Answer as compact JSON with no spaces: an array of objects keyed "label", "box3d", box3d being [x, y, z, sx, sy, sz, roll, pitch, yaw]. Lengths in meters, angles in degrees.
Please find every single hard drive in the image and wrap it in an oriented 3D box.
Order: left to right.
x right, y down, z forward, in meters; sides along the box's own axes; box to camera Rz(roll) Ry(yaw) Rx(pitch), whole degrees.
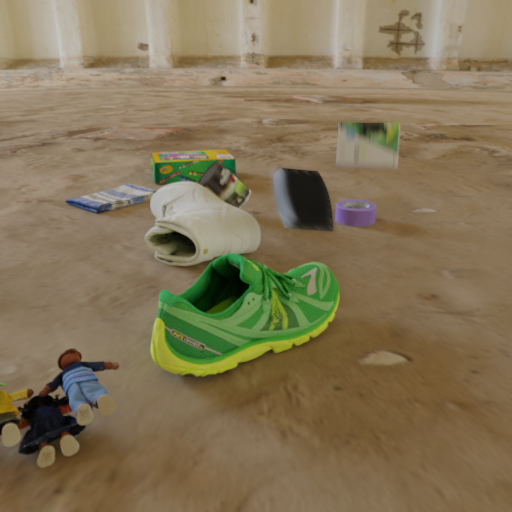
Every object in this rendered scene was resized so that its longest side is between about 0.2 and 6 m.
[{"label":"hard drive","box3d":[0.824,-1.013,9.698,0.945,0.296,1.401,4,46,-13]}]

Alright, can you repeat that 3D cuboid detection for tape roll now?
[{"label":"tape roll","box3d":[2.234,-0.963,12.585,0.887,0.377,0.887,0,22,0]}]

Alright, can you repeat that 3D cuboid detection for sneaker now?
[{"label":"sneaker","box3d":[-1.565,-0.686,10.871,1.754,1.118,3.036,-16,27,-41]},{"label":"sneaker","box3d":[0.036,0.568,7.402,3.101,1.296,1.149,-19,27,-41]}]

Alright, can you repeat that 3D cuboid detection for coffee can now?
[{"label":"coffee can","box3d":[-0.722,-1.538,12.733,1.009,0.738,0.738,40,7,-25]}]

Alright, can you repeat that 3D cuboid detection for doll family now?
[{"label":"doll family","box3d":[-2.351,1.567,5.737,1.956,0.768,1.131,-6,18,-29]}]

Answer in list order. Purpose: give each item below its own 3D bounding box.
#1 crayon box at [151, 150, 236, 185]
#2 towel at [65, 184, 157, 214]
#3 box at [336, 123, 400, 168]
[{"label":"crayon box","box3d":[-1.860,-2.622,16.391,2.314,0.674,1.374,-5,22,-13]},{"label":"towel","box3d":[-3.588,-1.479,14.108,1.418,0.230,1.930,17,27,38]},{"label":"box","box3d":[2.495,-2.470,12.502,1.351,0.975,0.245,3,-6,11]}]
